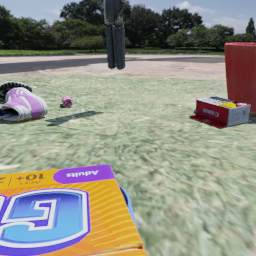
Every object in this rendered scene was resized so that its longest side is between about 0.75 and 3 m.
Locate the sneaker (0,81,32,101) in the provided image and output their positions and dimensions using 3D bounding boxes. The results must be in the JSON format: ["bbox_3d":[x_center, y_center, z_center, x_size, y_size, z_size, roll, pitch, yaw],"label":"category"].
[{"bbox_3d":[-5.048,-1.540,11.477,2.198,0.863,0.980,-2,21,-7],"label":"sneaker"}]

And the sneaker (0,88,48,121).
[{"bbox_3d":[-3.813,-0.792,9.243,2.266,0.821,1.292,16,27,41],"label":"sneaker"}]

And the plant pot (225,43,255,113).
[{"bbox_3d":[4.646,-1.810,9.929,2.570,2.274,2.570,0,18,0],"label":"plant pot"}]

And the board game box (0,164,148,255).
[{"bbox_3d":[-0.724,1.300,1.205,1.646,1.648,1.647,-4,18,-13],"label":"board game box"}]

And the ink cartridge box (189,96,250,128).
[{"bbox_3d":[2.801,-0.529,8.726,1.227,0.586,1.398,-10,21,-27],"label":"ink cartridge box"}]

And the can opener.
[{"bbox_3d":[-0.504,-3.120,9.143,0.664,2.522,0.838,11,34,22],"label":"can opener"}]

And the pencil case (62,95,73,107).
[{"bbox_3d":[-2.315,-1.030,10.712,0.354,0.369,0.854,36,5,-22],"label":"pencil case"}]

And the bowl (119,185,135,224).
[{"bbox_3d":[-0.885,1.161,3.757,1.951,0.383,1.951,0,18,0],"label":"bowl"}]
